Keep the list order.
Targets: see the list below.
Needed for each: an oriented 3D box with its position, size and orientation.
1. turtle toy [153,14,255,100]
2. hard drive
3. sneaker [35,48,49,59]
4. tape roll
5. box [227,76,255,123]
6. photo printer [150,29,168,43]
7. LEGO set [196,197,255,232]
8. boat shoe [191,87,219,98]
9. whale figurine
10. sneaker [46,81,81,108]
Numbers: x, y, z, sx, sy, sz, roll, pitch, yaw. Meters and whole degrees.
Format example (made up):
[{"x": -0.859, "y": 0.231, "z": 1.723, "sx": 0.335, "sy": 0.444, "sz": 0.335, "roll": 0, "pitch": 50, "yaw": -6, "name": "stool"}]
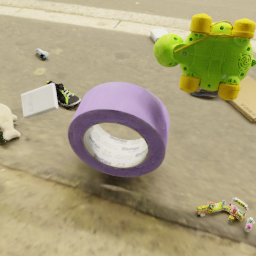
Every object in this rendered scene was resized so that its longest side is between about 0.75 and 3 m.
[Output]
[{"x": 1.825, "y": -1.773, "z": 6.831, "sx": 2.480, "sy": 1.807, "sz": 1.253, "roll": 12, "pitch": 19, "yaw": 11, "name": "turtle toy"}, {"x": -2.316, "y": -0.697, "z": 7.307, "sx": 1.026, "sy": 0.130, "sz": 0.677, "roll": -15, "pitch": 78, "yaw": 20, "name": "hard drive"}, {"x": -4.356, "y": -3.723, "z": 14.021, "sx": 1.004, "sy": 0.361, "sz": 0.364, "roll": 27, "pitch": 78, "yaw": 34, "name": "sneaker"}, {"x": -0.236, "y": 0.136, "z": 8.321, "sx": 2.854, "sy": 2.854, "sz": 1.212, "roll": 9, "pitch": 46, "yaw": 9, "name": "tape roll"}, {"x": 5.072, "y": -1.270, "z": 11.595, "sx": 1.880, "sy": 0.245, "sz": 2.300, "roll": -18, "pitch": 47, "yaw": -18, "name": "box"}, {"x": 1.752, "y": -5.067, "z": 15.320, "sx": 0.918, "sy": 0.383, "sz": 1.103, "roll": -11, "pitch": 46, "yaw": -11, "name": "photo printer"}, {"x": 2.741, "y": 2.249, "z": 7.816, "sx": 1.544, "sy": 0.575, "sz": 0.710, "roll": 16, "pitch": 47, "yaw": 16, "name": "LEGO set"}, {"x": 3.214, "y": -1.651, "z": 11.819, "sx": 1.300, "sy": 0.470, "sz": 0.470, "roll": 7, "pitch": 45, "yaw": 7, "name": "boat shoe"}, {"x": -4.639, "y": -0.122, "z": 10.159, "sx": 1.656, "sy": 0.859, "sz": 1.318, "roll": 48, "pitch": 36, "yaw": 11, "name": "whale figurine"}, {"x": -2.714, "y": -1.427, "z": 11.404, "sx": 1.772, "sy": 0.734, "sz": 0.635, "roll": 23, "pitch": 49, "yaw": 22, "name": "sneaker"}]
